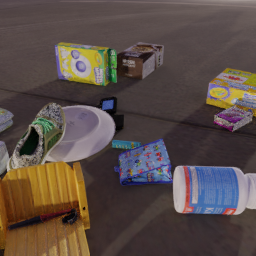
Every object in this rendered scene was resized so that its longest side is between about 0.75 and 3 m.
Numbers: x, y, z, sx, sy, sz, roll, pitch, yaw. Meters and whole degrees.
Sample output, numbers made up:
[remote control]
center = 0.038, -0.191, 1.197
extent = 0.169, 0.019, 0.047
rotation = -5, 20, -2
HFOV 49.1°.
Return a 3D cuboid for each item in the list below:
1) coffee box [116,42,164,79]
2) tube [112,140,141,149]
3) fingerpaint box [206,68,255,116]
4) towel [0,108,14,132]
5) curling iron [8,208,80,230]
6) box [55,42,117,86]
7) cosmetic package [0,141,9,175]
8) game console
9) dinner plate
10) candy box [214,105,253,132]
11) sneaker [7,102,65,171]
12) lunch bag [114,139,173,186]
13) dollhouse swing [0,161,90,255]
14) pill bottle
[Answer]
[coffee box]
center = 0.645, -3.494, 14.317
extent = 1.491, 1.053, 2.638
rotation = 15, 35, 23
[tube]
center = -0.030, 0.518, 8.574
extent = 0.900, 0.349, 0.227
rotation = 4, 55, 14
[fingerpaint box]
center = 4.744, -1.402, 11.036
extent = 2.583, 0.947, 2.155
rotation = 19, 36, 29
[towel]
center = -5.416, -0.104, 9.293
extent = 2.117, 0.596, 2.473
rotation = 16, 36, 26
[curling iron]
center = -1.763, 1.944, 5.902
extent = 1.467, 0.187, 0.364
rotation = -6, 28, -9
[box]
center = -1.881, -2.890, 12.772
extent = 2.817, 1.653, 0.681
rotation = 9, 33, 15
[cosmetic package]
center = -3.656, 0.871, 7.513
extent = 0.491, 0.797, 0.800
rotation = 8, 33, 14
[game console]
center = -0.855, -0.569, 10.331
extent = 1.423, 0.291, 2.413
rotation = 0, 31, 0
[dinner plate]
center = -1.859, -0.018, 9.099
extent = 2.881, 0.349, 2.881
rotation = -1, 38, 1
[candy box]
center = 3.733, -0.357, 9.915
extent = 1.180, 0.360, 0.805
rotation = -22, 38, -32
[sneaker]
center = -2.354, 0.164, 7.601
extent = 1.012, 1.166, 2.632
rotation = 19, 51, -6
[lunch bag]
center = 0.354, 0.986, 7.580
extent = 1.472, 0.692, 1.108
rotation = -10, 35, 1
[dollhouse swing]
center = -1.696, 1.751, 5.510
extent = 1.843, 1.675, 1.620
rotation = -8, 12, -14
[pill bottle]
center = 2.047, 1.415, 6.393
extent = 1.907, 1.070, 1.070
rotation = 1, 32, 2
